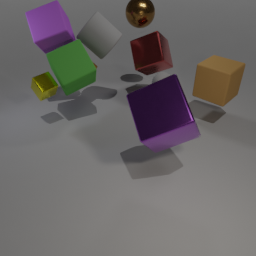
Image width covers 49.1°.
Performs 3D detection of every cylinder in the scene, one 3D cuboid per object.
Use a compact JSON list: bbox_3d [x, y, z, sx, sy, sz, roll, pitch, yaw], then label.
[{"bbox_3d":[-1.212,-3.898,11.860,1.400,1.400,1.400,39,25,-17],"label":"cylinder"}]

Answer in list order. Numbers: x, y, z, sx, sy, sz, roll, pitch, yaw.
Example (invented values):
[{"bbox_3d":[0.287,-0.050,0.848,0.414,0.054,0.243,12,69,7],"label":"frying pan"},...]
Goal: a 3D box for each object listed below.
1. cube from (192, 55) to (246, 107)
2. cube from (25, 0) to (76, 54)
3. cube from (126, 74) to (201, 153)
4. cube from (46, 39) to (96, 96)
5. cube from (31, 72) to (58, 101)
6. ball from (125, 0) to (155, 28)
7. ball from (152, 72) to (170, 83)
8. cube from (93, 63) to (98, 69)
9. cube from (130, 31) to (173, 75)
[{"bbox_3d":[3.614,-1.924,11.219,1.400,1.400,1.400,27,42,32],"label":"cube"},{"bbox_3d":[-3.121,-4.057,11.545,1.400,1.400,1.400,-20,-10,4],"label":"cube"},{"bbox_3d":[0.975,-0.320,7.497,1.400,1.400,1.400,-22,68,13],"label":"cube"},{"bbox_3d":[-2.182,-2.338,11.028,1.400,1.400,1.400,-29,-4,-11],"label":"cube"},{"bbox_3d":[-3.165,-1.576,10.604,0.700,0.700,0.700,-32,82,-32],"label":"cube"},{"bbox_3d":[0.575,-5.453,13.223,1.400,1.400,1.400,0,29,0],"label":"ball"},{"bbox_3d":[1.146,-1.506,9.315,0.700,0.700,0.700,0,29,0],"label":"ball"},{"bbox_3d":[-1.927,-2.664,12.441,0.700,0.700,0.700,15,72,51],"label":"cube"},{"bbox_3d":[1.102,-3.387,12.902,1.400,1.400,1.400,-13,-6,26],"label":"cube"}]
